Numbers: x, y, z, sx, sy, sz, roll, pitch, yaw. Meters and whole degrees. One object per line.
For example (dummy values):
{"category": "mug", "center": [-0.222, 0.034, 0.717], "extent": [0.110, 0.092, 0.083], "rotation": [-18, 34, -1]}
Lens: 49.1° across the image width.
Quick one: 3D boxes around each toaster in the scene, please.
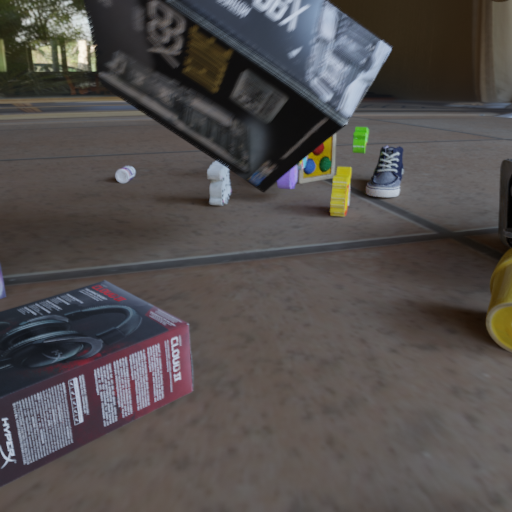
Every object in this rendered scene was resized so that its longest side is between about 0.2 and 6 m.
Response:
{"category": "toaster", "center": [5.378, -0.556, 8.322], "extent": [2.864, 1.699, 2.590], "rotation": [-1, 19, -3]}

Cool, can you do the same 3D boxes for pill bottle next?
{"category": "pill bottle", "center": [-3.471, -2.187, 14.959], "extent": [0.381, 0.381, 0.684], "rotation": [2, 19, 7]}

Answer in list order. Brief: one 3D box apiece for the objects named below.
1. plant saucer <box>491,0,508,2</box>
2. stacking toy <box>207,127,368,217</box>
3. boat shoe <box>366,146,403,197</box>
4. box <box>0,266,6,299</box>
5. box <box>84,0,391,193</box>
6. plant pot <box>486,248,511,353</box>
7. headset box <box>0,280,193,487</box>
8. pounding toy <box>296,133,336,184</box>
{"category": "plant saucer", "center": [3.487, -4.185, 8.253], "extent": [0.168, 0.950, 0.950], "rotation": [-34, 30, -14]}
{"category": "stacking toy", "center": [0.912, -2.189, 13.252], "extent": [3.039, 0.947, 4.031], "rotation": [6, 32, 15]}
{"category": "boat shoe", "center": [3.192, -2.127, 13.790], "extent": [0.837, 1.039, 2.241], "rotation": [5, 20, 15]}
{"category": "box", "center": [-3.857, 0.229, 7.315], "extent": [0.542, 0.879, 0.872], "rotation": [12, 23, 32]}
{"category": "box", "center": [-0.560, -2.459, 7.403], "extent": [3.250, 1.025, 4.121], "rotation": [32, -9, -8]}
{"category": "plant pot", "center": [3.126, 0.535, 6.309], "extent": [1.110, 1.110, 1.044], "rotation": [15, 39, 37]}
{"category": "headset box", "center": [-1.726, 0.987, 5.272], "extent": [2.093, 0.808, 1.558], "rotation": [-19, 27, -39]}
{"category": "pounding toy", "center": [1.102, -2.878, 14.690], "extent": [2.101, 1.846, 0.961], "rotation": [-15, 24, -36]}
